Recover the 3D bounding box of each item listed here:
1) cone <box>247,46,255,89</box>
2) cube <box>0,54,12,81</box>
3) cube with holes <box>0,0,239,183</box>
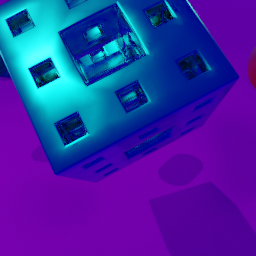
[{"bbox_3d":[2.693,-1.344,4.786,1.460,1.460,1.465,28,7,33],"label":"cone"},{"bbox_3d":[-2.849,-1.466,6.184,0.740,0.740,0.740,4,4,31],"label":"cube"},{"bbox_3d":[-0.129,-0.452,2.682,1.396,1.396,1.396,-28,76,-2],"label":"cube with holes"}]
